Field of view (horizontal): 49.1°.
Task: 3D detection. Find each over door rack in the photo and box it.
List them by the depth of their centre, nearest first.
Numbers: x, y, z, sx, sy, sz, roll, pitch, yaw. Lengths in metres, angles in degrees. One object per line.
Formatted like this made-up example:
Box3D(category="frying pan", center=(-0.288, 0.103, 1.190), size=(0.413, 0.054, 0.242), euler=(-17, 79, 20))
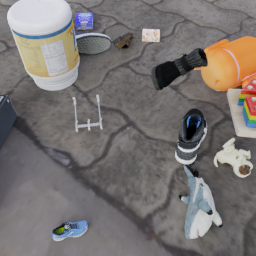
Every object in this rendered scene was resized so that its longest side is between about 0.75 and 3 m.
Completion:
Box3D(category="over door rack", center=(-1.426, -0.495, 10.018), size=(0.954, 0.430, 1.291), euler=(-7, 73, -5))

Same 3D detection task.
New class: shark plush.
Box3D(category="shark plush", center=(1.846, 1.920, 7.994), size=(0.947, 1.033, 2.273), euler=(-25, 54, 20))

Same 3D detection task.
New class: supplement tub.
Box3D(category="supplement tub", center=(-3.001, -3.098, 10.535), size=(2.147, 2.968, 2.147), euler=(0, 52, 0))

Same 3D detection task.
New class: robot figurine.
Box3D(category="robot figurine", center=(4.091, -2.487, 10.888), size=(2.967, 1.730, 2.134), euler=(-24, 94, -19))

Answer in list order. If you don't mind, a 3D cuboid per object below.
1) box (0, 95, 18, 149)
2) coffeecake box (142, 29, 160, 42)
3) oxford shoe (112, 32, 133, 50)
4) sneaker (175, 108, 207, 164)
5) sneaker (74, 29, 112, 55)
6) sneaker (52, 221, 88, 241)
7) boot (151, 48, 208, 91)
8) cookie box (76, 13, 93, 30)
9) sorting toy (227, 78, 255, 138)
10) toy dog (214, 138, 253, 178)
Box3D(category="box", center=(-5.197, 0.225, 9.050), size=(2.031, 1.135, 2.878), euler=(4, 52, 9))
Box3D(category="coffeecake box", center=(1.089, -4.394, 13.289), size=(0.815, 0.298, 0.625), euler=(3, 51, 2))
Box3D(category="oxford shoe", center=(-0.143, -3.943, 12.859), size=(0.625, 0.538, 1.481), euler=(54, 47, -10))
Box3D(category="sneaker", center=(2.186, -0.129, 9.101), size=(0.898, 1.375, 2.457), euler=(13, 46, 12))
Box3D(category="sneaker", center=(-2.234, -4.263, 12.686), size=(2.851, 1.084, 2.060), euler=(-5, 52, -5))
Box3D(category="sneaker", center=(-1.552, 2.722, 7.508), size=(0.993, 0.443, 0.390), euler=(-16, 53, -13))
Box3D(category="boot", center=(1.508, -1.740, 8.103), size=(1.328, 0.668, 1.776), euler=(-11, 24, 34))
Box3D(category="cookie box", center=(-2.174, -5.343, 14.001), size=(0.836, 0.367, 0.977), euler=(-3, 51, -2))
Box3D(category="sorting toy", center=(3.758, -0.594, 7.177), size=(2.026, 0.705, 2.014), euler=(5, 38, 7))
Box3D(category="toy dog", center=(3.348, 1.019, 8.692), size=(1.064, 0.766, 1.098), euler=(-34, 58, -9))
